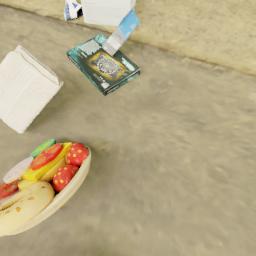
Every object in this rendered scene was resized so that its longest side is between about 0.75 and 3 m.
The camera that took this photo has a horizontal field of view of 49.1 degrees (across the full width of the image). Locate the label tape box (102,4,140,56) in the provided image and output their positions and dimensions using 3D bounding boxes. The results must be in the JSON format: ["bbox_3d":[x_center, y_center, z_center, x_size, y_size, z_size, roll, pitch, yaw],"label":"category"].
[{"bbox_3d":[-0.109,-2.661,7.665,0.397,1.253,0.904,40,57,-12],"label":"label tape box"}]

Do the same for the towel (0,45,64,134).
[{"bbox_3d":[-2.464,-0.788,6.344,1.284,1.937,0.334,40,28,-14],"label":"towel"}]

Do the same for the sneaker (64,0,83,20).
[{"bbox_3d":[-1.782,-4.093,9.475,0.655,0.458,1.134,0,66,-4],"label":"sneaker"}]

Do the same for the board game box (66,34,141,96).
[{"bbox_3d":[-0.732,-1.913,8.240,1.308,0.272,1.934,-34,65,-18],"label":"board game box"}]

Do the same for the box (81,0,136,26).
[{"bbox_3d":[-0.565,-4.297,9.199,1.599,1.045,1.591,8,60,4],"label":"box"}]

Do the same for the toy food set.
[{"bbox_3d":[-1.838,1.078,5.526,2.464,0.605,2.489,-7,33,50],"label":"toy food set"}]
